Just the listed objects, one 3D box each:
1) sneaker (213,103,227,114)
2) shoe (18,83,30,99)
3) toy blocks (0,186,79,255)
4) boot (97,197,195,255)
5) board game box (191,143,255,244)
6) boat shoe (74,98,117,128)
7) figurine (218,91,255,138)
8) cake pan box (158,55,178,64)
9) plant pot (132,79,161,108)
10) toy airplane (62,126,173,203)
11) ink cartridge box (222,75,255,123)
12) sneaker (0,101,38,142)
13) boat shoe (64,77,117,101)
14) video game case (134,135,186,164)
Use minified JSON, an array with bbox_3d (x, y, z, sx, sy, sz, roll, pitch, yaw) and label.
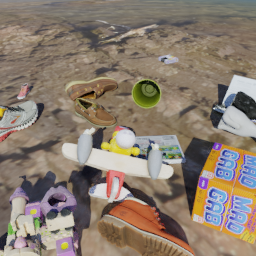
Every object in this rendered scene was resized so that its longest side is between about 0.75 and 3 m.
[{"bbox_3d":[4.154,-0.823,12.153,0.913,0.413,0.303,30,9,39],"label":"sneaker"},{"bbox_3d":[-5.133,-1.811,13.699,0.354,0.451,0.991,5,33,7],"label":"shoe"},{"bbox_3d":[-2.239,1.947,6.045,2.271,2.430,2.045,-8,40,-12],"label":"toy blocks"},{"bbox_3d":[0.606,2.448,6.763,2.448,0.919,1.313,19,32,28],"label":"boot"},{"bbox_3d":[2.738,1.622,7.325,1.587,1.586,1.588,16,36,23],"label":"board game box"},{"bbox_3d":[-1.418,-0.643,11.619,2.183,0.742,0.785,20,38,28],"label":"boat shoe"},{"bbox_3d":[4.896,-0.245,10.744,2.279,1.005,2.335,29,42,19],"label":"figurine"},{"bbox_3d":[2.557,-4.380,17.873,0.969,0.253,0.892,-18,35,-26],"label":"cake pan box"},{"bbox_3d":[0.933,-1.698,12.946,1.306,1.306,1.258,6,20,10],"label":"plant pot"},{"bbox_3d":[-0.271,0.889,8.232,2.563,1.808,2.552,-18,49,-40],"label":"toy airplane"},{"bbox_3d":[5.148,-1.240,12.147,1.793,1.797,0.365,23,-2,29],"label":"ink cartridge box"},{"bbox_3d":[-4.619,-0.428,10.914,1.093,1.154,2.808,15,35,22],"label":"sneaker"},{"bbox_3d":[-1.649,-1.783,13.390,2.710,0.975,0.915,-13,67,-33],"label":"boat shoe"},{"bbox_3d":[1.064,0.761,9.975,1.638,0.180,1.493,-2,33,-5],"label":"video game case"}]
